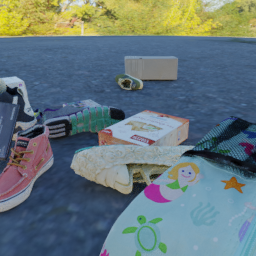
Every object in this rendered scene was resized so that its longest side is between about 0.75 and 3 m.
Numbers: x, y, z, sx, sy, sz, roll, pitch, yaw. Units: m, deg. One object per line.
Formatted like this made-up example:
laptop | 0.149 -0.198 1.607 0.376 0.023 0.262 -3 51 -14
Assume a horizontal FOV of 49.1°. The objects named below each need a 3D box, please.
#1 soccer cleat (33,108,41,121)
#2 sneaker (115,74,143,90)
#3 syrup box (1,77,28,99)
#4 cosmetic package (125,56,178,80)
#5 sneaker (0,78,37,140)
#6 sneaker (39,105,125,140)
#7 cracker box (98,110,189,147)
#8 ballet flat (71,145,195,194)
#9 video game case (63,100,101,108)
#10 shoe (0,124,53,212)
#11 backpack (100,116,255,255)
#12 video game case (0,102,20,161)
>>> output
soccer cleat | -3.199 -0.345 8.621 1.084 0.453 0.350 -20 30 -40
sneaker | -0.149 -2.119 12.804 1.677 0.562 0.753 24 27 39
syrup box | -4.811 -0.951 9.257 2.667 1.086 1.050 -15 27 -33
cosmetic package | 1.180 -3.141 14.569 2.674 1.206 1.428 -3 19 0
sneaker | -3.873 -0.615 7.569 2.685 1.747 1.072 3 22 9
sneaker | -1.263 -0.398 7.900 2.343 0.872 1.026 -8 40 -26
cracker box | 0.455 0.180 7.129 1.402 0.604 2.094 16 28 34
ballet flat | 0.255 0.801 5.361 2.716 0.975 0.975 -3 22 -6
video game case | -1.581 -0.732 9.995 1.105 0.144 1.214 -14 27 -30
shoe | -2.119 0.666 5.501 0.734 0.934 2.054 4 23 11
backpack | 0.975 1.265 2.373 2.531 2.247 1.905 -25 28 -38
video game case | -3.561 -0.056 6.179 1.978 0.188 1.413 8 58 -13
